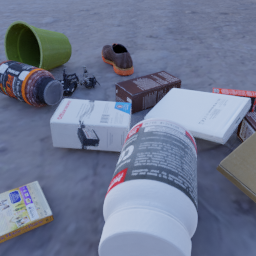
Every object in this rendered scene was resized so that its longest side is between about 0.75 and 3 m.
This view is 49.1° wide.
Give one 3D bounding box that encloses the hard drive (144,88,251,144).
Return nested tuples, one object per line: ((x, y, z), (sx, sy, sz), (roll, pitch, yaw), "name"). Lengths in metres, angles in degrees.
((1.936, -0.456, 8.075), (2.532, 0.333, 1.669), (16, 50, 43), "hard drive")

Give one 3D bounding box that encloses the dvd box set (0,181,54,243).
((-2.414, 1.736, 5.669), (1.520, 0.224, 1.112), (-19, 38, -26), "dvd box set")

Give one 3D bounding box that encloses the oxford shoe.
((-0.474, -3.372, 12.596), (1.036, 1.056, 2.912), (-14, 36, -20), "oxford shoe")

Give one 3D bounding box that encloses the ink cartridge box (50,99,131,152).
((-0.944, -0.110, 7.715), (1.979, 0.828, 1.436), (4, 31, 2), "ink cartridge box")

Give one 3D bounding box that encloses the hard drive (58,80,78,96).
((-2.629, -1.523, 10.559), (1.272, 0.241, 0.889), (4, 34, 5), "hard drive")

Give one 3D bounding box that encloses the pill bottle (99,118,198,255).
((0.468, 1.177, 5.239), (1.620, 1.620, 2.845), (6, 34, 9), "pill bottle")

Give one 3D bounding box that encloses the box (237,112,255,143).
((4.307, 0.131, 7.537), (2.320, 0.869, 1.162), (-4, 34, -3), "box")

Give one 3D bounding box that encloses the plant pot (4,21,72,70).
((-3.605, -3.298, 11.863), (2.260, 2.260, 2.146), (20, 25, 27), "plant pot")

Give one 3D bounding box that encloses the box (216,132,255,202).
((3.360, 1.081, 5.895), (1.894, 0.246, 2.317), (-32, 60, -28), "box")

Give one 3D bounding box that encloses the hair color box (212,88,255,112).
((3.435, -0.839, 9.088), (1.444, 0.733, 0.442), (7, 35, 12), "hair color box")

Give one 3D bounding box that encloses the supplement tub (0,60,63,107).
((-3.363, -1.487, 9.557), (2.407, 1.287, 1.287), (19, 38, 28), "supplement tub")

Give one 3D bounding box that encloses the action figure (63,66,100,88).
((-1.684, -1.894, 10.554), (1.412, 0.721, 0.839), (0, 35, -27), "action figure")

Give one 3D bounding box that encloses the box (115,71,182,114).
((0.717, -1.282, 9.731), (2.110, 0.791, 1.057), (-18, 38, -27), "box")
